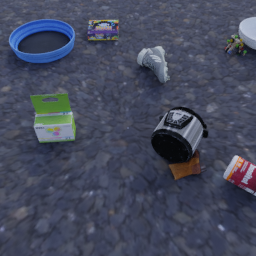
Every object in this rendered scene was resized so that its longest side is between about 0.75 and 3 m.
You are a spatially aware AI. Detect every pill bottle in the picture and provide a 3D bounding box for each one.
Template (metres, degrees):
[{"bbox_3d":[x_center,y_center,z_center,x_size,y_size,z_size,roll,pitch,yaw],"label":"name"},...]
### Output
[{"bbox_3d":[3.147,1.278,7.149,1.219,0.688,0.688,29,55,18],"label":"pill bottle"}]

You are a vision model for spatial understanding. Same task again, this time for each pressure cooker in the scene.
[{"bbox_3d":[1.435,0.103,7.863,1.253,1.272,1.424,45,55,-10],"label":"pressure cooker"}]

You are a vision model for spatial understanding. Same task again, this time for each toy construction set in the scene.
[{"bbox_3d":[4.317,-3.480,11.239,0.784,0.722,0.940,1,49,0],"label":"toy construction set"}]

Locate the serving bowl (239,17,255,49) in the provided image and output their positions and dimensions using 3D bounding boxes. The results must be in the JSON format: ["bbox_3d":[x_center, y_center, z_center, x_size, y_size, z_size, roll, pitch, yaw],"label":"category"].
[{"bbox_3d":[5.535,-3.758,11.511,2.013,0.662,2.013,0,50,1],"label":"serving bowl"}]

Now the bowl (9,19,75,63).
[{"bbox_3d":[-3.452,-3.559,11.446,2.588,0.508,2.588,0,49,0],"label":"bowl"}]

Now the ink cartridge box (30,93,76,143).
[{"bbox_3d":[-2.147,-0.261,8.014,1.074,1.453,0.551,-4,50,-3],"label":"ink cartridge box"}]

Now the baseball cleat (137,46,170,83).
[{"bbox_3d":[0.918,-2.301,10.339,1.129,0.739,2.120,-4,40,5],"label":"baseball cleat"}]

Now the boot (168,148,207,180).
[{"bbox_3d":[1.594,0.981,7.811,0.935,0.320,0.881,-15,54,1],"label":"boot"}]

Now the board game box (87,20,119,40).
[{"bbox_3d":[-1.067,-4.254,12.128,1.311,0.372,1.084,-1,48,-1],"label":"board game box"}]
